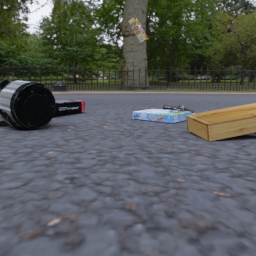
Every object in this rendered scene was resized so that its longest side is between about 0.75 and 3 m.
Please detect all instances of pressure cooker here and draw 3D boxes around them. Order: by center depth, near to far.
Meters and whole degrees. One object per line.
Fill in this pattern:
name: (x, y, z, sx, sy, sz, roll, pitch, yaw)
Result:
pressure cooker: (-3.483, -0.795, 9.434, 1.605, 1.580, 1.797, -4, 13, -45)

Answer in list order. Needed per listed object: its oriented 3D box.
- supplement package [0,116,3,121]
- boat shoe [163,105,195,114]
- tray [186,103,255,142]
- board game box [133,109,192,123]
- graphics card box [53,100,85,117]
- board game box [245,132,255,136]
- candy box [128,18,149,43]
supplement package: (-4.758, -0.812, 10.412, 1.396, 0.994, 1.793, -11, 4, 28)
boat shoe: (2.391, -0.858, 13.197, 1.528, 0.461, 0.565, 4, 10, 23)
tray: (3.360, -0.289, 8.121, 2.937, 0.544, 1.449, -11, 13, -9)
board game box: (1.379, -0.510, 11.432, 1.925, 0.352, 1.456, 7, 12, 40)
graphics card box: (-3.406, -0.946, 13.196, 1.571, 0.637, 2.504, 6, 10, 28)
board game box: (4.212, -0.007, 8.504, 1.524, 0.314, 1.520, 5, 11, 28)
candy box: (0.402, -3.636, 10.448, 0.256, 0.907, 0.529, -30, 9, 23)
